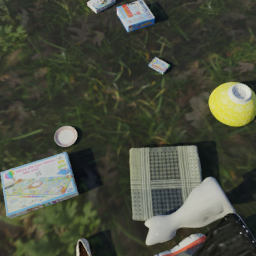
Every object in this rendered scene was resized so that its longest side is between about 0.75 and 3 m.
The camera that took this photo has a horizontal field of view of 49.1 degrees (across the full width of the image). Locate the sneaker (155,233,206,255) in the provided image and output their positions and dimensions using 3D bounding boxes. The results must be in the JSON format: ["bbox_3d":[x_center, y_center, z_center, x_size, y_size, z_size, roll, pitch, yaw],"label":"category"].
[{"bbox_3d":[1.245,4.123,7.730,2.995,1.154,1.226,-27,51,-13],"label":"sneaker"}]

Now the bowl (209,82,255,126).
[{"bbox_3d":[4.126,-1.103,10.657,1.860,1.001,1.860,0,63,0],"label":"bowl"}]

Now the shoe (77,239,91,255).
[{"bbox_3d":[-1.289,4.051,8.326,0.514,0.392,1.470,-13,63,-7],"label":"shoe"}]

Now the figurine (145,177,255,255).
[{"bbox_3d":[1.661,2.833,7.417,2.684,2.751,1.184,-32,110,9],"label":"figurine"}]

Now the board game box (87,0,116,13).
[{"bbox_3d":[-1.293,-6.146,13.729,1.188,0.206,0.750,-35,68,-17],"label":"board game box"}]

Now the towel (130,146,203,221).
[{"bbox_3d":[1.318,1.822,9.547,2.486,0.446,2.582,-2,65,2],"label":"towel"}]

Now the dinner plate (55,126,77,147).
[{"bbox_3d":[-2.307,0.321,10.432,0.840,0.102,0.840,0,62,0],"label":"dinner plate"}]

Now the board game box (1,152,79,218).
[{"bbox_3d":[-2.981,1.884,9.452,2.284,0.391,1.536,-17,64,-8],"label":"board game box"}]

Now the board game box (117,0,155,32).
[{"bbox_3d":[0.351,-5.287,13.182,1.351,0.386,1.380,-21,65,-10],"label":"board game box"}]

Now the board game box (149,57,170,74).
[{"bbox_3d":[1.334,-2.661,11.961,0.757,0.130,0.512,34,67,16],"label":"board game box"}]
